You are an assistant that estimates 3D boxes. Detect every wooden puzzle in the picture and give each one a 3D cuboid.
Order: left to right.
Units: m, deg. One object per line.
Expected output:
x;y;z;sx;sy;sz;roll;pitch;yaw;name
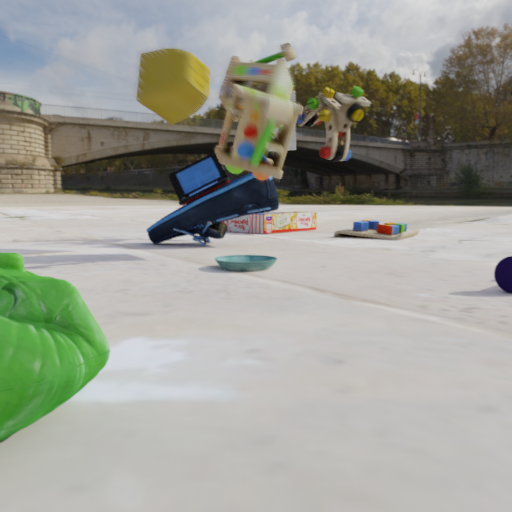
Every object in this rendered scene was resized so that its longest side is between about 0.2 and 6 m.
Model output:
3.413;-0.756;15.788;1.965;0.455;1.820;4;8;31;wooden puzzle

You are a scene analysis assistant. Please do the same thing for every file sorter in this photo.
0.492;-3.734;15.279;1.071;1.543;0.961;-3;24;-2;file sorter

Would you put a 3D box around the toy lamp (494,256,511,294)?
3.870;0.146;7.682;0.551;0.551;1.894;7;8;45;toy lamp

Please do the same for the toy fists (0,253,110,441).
-2.255;0.441;3.302;2.841;0.977;1.448;1;6;21;toy fists

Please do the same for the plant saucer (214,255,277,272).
-0.169;0.127;9.332;1.051;0.189;1.051;0;6;0;plant saucer

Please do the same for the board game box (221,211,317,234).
0.369;-1.131;18.214;2.057;0.629;2.715;6;9;42;board game box

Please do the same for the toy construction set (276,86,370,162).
1.650;-3.634;13.835;2.346;1.803;1.956;14;42;-15;toy construction set

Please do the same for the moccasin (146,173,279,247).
-1.045;-0.859;13.105;3.336;1.137;1.342;-22;12;21;moccasin

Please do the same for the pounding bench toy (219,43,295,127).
0.037;-3.852;12.180;1.303;1.670;1.038;12;-13;19;pounding bench toy

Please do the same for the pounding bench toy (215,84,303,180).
0.031;-2.195;10.430;1.231;1.546;1.982;13;18;-13;pounding bench toy

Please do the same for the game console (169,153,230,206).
-1.369;-1.831;13.251;1.312;0.778;1.130;-27;11;0;game console

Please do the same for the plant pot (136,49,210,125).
-1.319;-2.928;9.452;0.958;0.931;0.937;-8;-18;31;plant pot
